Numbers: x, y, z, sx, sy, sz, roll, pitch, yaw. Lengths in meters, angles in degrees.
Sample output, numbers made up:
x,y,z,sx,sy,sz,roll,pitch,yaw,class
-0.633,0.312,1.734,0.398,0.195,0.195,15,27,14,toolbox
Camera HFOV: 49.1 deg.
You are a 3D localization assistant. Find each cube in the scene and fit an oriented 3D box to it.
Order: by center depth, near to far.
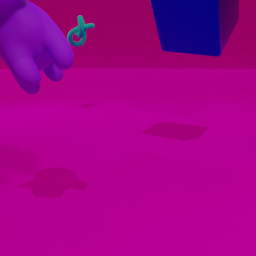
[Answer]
x,y,z,sx,sy,sz,roll,pitch,yaw,class
1.314,-2.266,5.316,1.224,1.224,1.224,15,60,30,cube

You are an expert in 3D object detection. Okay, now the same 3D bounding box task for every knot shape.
x,y,z,sx,sy,sz,roll,pitch,yaw,class
-1.561,-3.269,9.300,0.486,1.052,0.984,37,-15,1,knot shape

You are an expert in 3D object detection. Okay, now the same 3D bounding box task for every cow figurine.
x,y,z,sx,sy,sz,roll,pitch,yaw,class
-1.080,-1.039,2.681,0.729,1.307,1.328,-33,10,-18,cow figurine
